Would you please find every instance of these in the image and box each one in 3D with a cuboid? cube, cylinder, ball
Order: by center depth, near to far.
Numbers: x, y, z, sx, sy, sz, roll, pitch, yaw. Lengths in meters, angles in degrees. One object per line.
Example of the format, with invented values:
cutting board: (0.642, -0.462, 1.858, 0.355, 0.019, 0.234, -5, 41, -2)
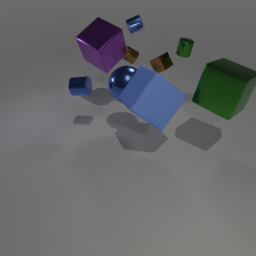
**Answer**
cube: (3.205, -1.322, 9.191, 1.400, 1.400, 1.400, 33, 37, 27)
cube: (0.768, -1.015, 9.299, 1.400, 1.400, 1.400, 32, 8, -28)
ball: (-0.043, -1.619, 10.473, 1.400, 1.400, 1.400, 0, 32, 0)
cylinder: (-1.788, -1.583, 10.577, 0.700, 0.700, 0.700, -1, 31, 13)
cube: (-1.072, -3.465, 11.760, 1.400, 1.400, 1.400, 34, 73, 24)
cylinder: (2.638, -3.726, 12.977, 0.700, 0.700, 0.700, 7, 37, -5)
cube: (1.606, -3.114, 13.434, 0.700, 0.700, 0.700, -37, 15, -31)
cylinder: (0.324, -5.046, 13.642, 0.700, 0.700, 0.700, -22, 33, 3)
cylinder: (0.103, -3.764, 14.432, 0.700, 0.700, 0.700, 25, 26, -18)
